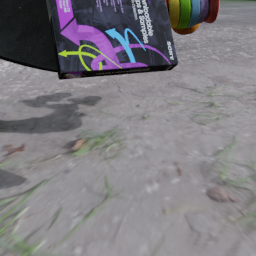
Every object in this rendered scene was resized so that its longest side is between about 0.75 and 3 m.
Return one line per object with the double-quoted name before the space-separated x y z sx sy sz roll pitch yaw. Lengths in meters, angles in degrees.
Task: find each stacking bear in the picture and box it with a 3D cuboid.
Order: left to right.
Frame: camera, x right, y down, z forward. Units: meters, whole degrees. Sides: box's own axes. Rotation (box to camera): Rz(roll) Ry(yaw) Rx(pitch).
"stacking bear" 1.112 -3.043 6.965 2.009 1.142 1.220 -9 -3 -2

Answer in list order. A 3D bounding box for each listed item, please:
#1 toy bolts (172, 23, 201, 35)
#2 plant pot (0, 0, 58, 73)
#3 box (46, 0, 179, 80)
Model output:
"toy bolts" 1.601 -3.590 8.509 1.950 1.863 1.353 25 -2 16
"plant pot" -2.547 -2.854 6.879 2.144 2.417 2.411 -17 50 -43
"box" -0.234 -1.668 4.781 2.089 1.493 0.377 -9 -6 -21
